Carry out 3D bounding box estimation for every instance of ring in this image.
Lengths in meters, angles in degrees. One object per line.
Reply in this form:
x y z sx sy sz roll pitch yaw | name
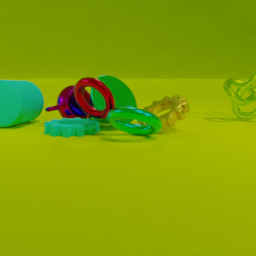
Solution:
0.158 -0.152 7.010 1.414 0.283 1.414 11 -18 4 | ring
-0.882 -0.761 7.294 1.220 1.220 0.244 7 39 31 | ring

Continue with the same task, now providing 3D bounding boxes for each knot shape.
4.108 -1.220 9.552 1.510 1.614 0.746 -43 11 -3 | knot shape

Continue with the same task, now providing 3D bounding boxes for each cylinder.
-3.638 -0.814 8.928 1.394 1.394 1.394 2 9 11 | cylinder

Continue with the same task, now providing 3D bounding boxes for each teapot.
-1.813 -0.799 9.531 2.056 1.278 1.007 -16 6 -39 | teapot

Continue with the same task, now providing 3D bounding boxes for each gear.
-1.591 -0.037 7.991 1.512 0.280 1.512 0 11 0 | gear
1.005 -0.436 8.127 1.534 0.284 1.534 -22 25 11 | gear

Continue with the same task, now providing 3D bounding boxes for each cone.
-0.852 -0.526 8.861 1.650 1.650 1.656 -10 -17 -42 | cone
